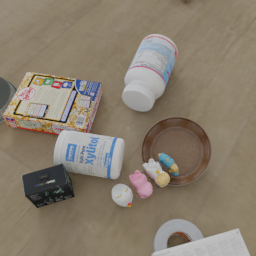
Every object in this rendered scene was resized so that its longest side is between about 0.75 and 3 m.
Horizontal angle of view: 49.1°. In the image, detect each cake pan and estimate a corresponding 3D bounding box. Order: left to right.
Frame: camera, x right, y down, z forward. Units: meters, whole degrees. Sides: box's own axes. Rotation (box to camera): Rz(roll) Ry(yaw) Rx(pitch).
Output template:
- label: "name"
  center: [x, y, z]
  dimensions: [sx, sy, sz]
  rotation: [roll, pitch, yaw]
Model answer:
- label: "cake pan"
  center: [-5.302, -1.058, 10.364]
  dimensions: [2.370, 0.435, 2.370]
  rotation: [0, 59, 0]

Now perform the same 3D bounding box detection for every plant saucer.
- label: "plant saucer"
  center: [1.535, 0.739, 8.981]
  dimensions: [2.220, 0.406, 2.220]
  rotation: [-5, 74, 16]

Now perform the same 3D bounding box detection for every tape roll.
- label: "tape roll"
  center: [1.406, 3.278, 7.735]
  dimensions: [1.400, 0.463, 1.400]
  rotation: [0, 59, -1]

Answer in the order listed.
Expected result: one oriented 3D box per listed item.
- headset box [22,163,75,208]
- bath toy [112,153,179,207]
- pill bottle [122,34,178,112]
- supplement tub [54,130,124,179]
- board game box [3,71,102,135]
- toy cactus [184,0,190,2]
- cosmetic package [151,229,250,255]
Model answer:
- label: "headset box"
  center: [-2.296, 1.695, 8.160]
  dimensions: [1.191, 1.368, 0.635]
  rotation: [-16, 61, -8]
- label: "bath toy"
  center: [0.525, 1.682, 8.405]
  dimensions: [2.113, 0.781, 0.919]
  rotation: [-32, 35, -12]
- label: "pill bottle"
  center: [0.780, -2.018, 10.312]
  dimensions: [1.500, 1.500, 2.759]
  rotation: [17, 61, 10]
- label: "supplement tub"
  center: [-1.160, 0.822, 8.739]
  dimensions: [1.962, 1.295, 1.295]
  rotation: [8, 59, 4]
- label: "board game box"
  center: [-2.587, -0.869, 10.035]
  dimensions: [2.891, 0.669, 2.190]
  rotation: [10, 56, 6]
- label: "toy cactus"
  center: [2.645, -7.036, 13.775]
  dimensions: [2.270, 1.161, 1.873]
  rotation: [-9, 78, -8]
- label: "cosmetic package"
  center: [1.848, 3.348, 7.077]
  dimensions: [2.325, 0.589, 0.960]
  rotation: [-12, 64, -8]
